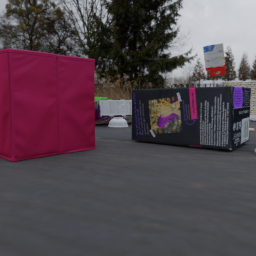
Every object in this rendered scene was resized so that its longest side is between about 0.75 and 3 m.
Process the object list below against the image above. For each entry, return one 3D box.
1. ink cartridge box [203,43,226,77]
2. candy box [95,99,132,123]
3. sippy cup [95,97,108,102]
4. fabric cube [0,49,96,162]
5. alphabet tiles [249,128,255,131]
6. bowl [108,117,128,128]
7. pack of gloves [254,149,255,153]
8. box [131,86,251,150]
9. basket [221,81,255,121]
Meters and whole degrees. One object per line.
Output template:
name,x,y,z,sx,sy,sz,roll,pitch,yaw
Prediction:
ink cartridge box,4.169,-3.264,13.511,0.855,1.472,0.495,-9,11,-2
candy box,-0.349,-0.697,11.801,2.407,0.734,1.641,-2,-7,-26
sippy cup,-1.850,-0.981,13.889,1.809,1.421,1.326,17,3,30
fabric cube,-1.942,-0.485,5.821,1.860,1.890,1.896,7,9,44
alphabet tiles,3.759,0.024,9.650,1.022,0.076,1.045,-4,8,-35
bowl,-0.383,-0.227,10.759,0.786,0.353,0.786,-1,5,0
pack of gloves,3.293,0.375,5.121,1.618,0.319,1.359,-3,6,-24
box,1.472,-0.305,6.737,2.476,1.313,1.514,4,7,37
basket,6.243,-1.415,14.482,2.451,1.989,2.473,7,11,42
